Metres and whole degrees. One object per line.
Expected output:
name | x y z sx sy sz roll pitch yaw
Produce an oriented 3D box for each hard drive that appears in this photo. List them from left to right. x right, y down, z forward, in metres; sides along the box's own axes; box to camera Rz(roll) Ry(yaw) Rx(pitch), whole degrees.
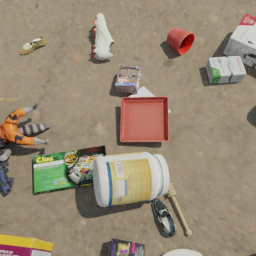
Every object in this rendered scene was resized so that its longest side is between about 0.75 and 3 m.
hard drive | 0.733 -0.788 10.486 0.997 0.199 1.511 -38 69 -17

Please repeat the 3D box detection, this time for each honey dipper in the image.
honey dipper | 1.591 2.544 8.776 0.314 0.314 1.654 -19 66 -9

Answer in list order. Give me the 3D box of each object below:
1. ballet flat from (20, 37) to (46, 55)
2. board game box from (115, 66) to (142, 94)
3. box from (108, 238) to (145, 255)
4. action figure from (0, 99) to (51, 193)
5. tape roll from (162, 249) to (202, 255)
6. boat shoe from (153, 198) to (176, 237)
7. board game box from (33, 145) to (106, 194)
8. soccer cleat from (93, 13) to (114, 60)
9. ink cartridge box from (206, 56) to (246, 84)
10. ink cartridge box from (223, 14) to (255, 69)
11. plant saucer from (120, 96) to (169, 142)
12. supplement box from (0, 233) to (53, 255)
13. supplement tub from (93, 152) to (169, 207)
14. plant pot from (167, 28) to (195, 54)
ballet flat | -4.029 -3.484 11.727 1.208 0.381 0.415 -32 68 -15
board game box | 0.031 -1.865 10.739 0.801 0.487 1.005 3 59 15
box | -0.033 3.562 8.087 0.994 0.608 0.527 10 64 5
action figure | -3.981 0.622 9.428 2.733 1.478 2.825 -20 89 -2
tape roll | 1.577 4.472 7.766 2.091 0.382 2.091 0 64 1
boat shoe | 1.146 2.719 8.642 0.463 0.369 1.224 -25 66 -12
board game box | -1.894 1.372 9.377 2.459 0.288 1.288 -8 66 -4
soccer cleat | -1.012 -3.809 11.735 0.856 0.765 2.206 0 70 -5
ink cartridge box | 3.834 -2.289 11.042 1.284 0.533 0.941 -4 64 -2
ink cartridge box | 5.382 -3.351 11.319 2.335 0.968 1.714 30 66 15
plant saucer | 0.600 -0.286 10.004 1.697 0.311 1.694 -1 72 7
supplement box | -3.080 4.206 7.131 1.398 1.773 2.709 5 63 4
supplement tub | 0.054 1.515 8.503 2.074 1.500 1.500 -4 63 -15
plant pot | 2.124 -3.658 11.572 0.947 0.947 0.838 -37 61 -17
